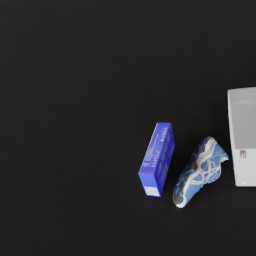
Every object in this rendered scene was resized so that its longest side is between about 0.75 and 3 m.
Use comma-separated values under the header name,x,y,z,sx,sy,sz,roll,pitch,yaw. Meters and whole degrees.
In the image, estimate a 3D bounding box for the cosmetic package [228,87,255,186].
name,x,y,z,sx,sy,sz,roll,pitch,yaw
cosmetic package,2.800,0.131,6.335,0.986,1.167,2.186,-6,41,17

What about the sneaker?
name,x,y,z,sx,sy,sz,roll,pitch,yaw
sneaker,1.547,0.958,5.857,0.668,0.657,1.735,39,67,1

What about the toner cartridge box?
name,x,y,z,sx,sy,sz,roll,pitch,yaw
toner cartridge box,0.674,0.646,6.111,0.331,0.729,1.534,2,42,23
